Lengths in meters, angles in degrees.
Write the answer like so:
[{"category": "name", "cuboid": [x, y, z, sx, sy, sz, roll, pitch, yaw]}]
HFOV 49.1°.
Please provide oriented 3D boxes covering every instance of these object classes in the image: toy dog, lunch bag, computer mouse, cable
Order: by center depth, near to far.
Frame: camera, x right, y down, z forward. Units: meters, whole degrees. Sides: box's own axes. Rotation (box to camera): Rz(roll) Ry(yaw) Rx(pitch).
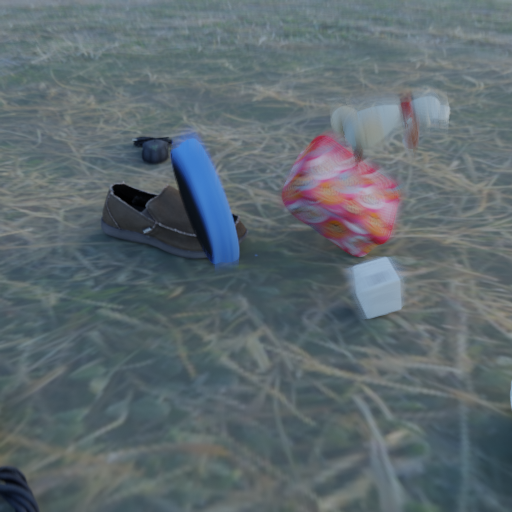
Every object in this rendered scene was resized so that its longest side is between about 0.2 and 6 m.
[{"category": "cable", "cuboid": [-2.668, 2.611, 5.036, 1.379, 0.429, 1.690, 14, 34, 21]}, {"category": "toy dog", "cuboid": [1.708, -1.605, 7.252, 1.454, 0.700, 0.959, -4, 30, 1]}, {"category": "lunch bag", "cuboid": [1.485, -1.090, 9.529, 1.918, 0.786, 1.689, 33, 54, -12]}, {"category": "computer mouse", "cuboid": [-2.446, -2.613, 13.341, 0.995, 0.379, 1.436, -5, 33, -10]}]

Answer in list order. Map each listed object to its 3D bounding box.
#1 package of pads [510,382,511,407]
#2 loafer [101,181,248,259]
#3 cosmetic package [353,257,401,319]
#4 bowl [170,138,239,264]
[{"category": "package of pads", "cuboid": [4.028, 2.147, 5.133, 2.527, 1.115, 3.271, 4, 32, 3]}, {"category": "loafer", "cuboid": [-1.507, -0.681, 9.708, 2.780, 0.987, 1.015, 9, 33, 14]}, {"category": "cosmetic package", "cuboid": [1.751, 0.465, 8.091, 0.522, 0.633, 0.522, -15, 41, -1]}, {"category": "bowl", "cuboid": [-0.775, -0.752, 8.118, 0.368, 1.873, 1.873, -22, 37, -12]}]
